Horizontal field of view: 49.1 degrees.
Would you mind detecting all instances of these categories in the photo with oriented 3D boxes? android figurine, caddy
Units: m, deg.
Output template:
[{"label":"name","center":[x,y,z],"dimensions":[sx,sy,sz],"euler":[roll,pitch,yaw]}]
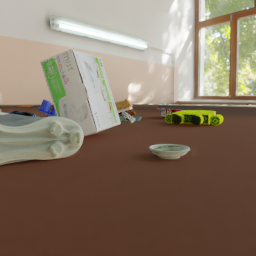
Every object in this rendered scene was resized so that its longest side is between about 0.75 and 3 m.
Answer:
[{"label":"android figurine","center":[2.851,-0.444,12.043],"dimensions":[2.341,0.528,2.572],"euler":[3,8,26]},{"label":"caddy","center":[-4.238,-0.958,15.258],"dimensions":[1.203,0.893,1.702],"euler":[21,1,-18]}]

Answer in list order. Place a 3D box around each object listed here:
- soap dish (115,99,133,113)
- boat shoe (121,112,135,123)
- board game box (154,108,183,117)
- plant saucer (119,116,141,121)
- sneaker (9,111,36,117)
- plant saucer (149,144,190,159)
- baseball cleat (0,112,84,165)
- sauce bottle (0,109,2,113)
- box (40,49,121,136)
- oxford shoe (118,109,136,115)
[{"label":"soap dish","center":[-0.604,-1.315,17.633],"dimensions":[1.704,0.692,1.340],"euler":[-14,4,8]},{"label":"boat shoe","center":[-0.041,-0.441,11.681],"dimensions":[0.757,0.278,0.253],"euler":[28,64,38]},{"label":"board game box","center":[2.632,-0.754,15.399],"dimensions":[2.445,0.476,1.932],"euler":[6,2,4]},{"label":"plant saucer","center":[-0.504,-0.453,13.646],"dimensions":[2.290,0.217,0.801],"euler":[0,6,7]},{"label":"sneaker","center":[-5.258,-0.604,13.651],"dimensions":[1.405,0.493,0.547],"euler":[1,-1,-2]},{"label":"plant saucer","center":[0.782,0.455,5.311],"dimensions":[0.769,0.193,0.769],"euler":[1,6,0]},{"label":"baseball cleat","center":[-2.315,0.201,4.941],"dimensions":[2.934,1.023,1.561],"euler":[8,-5,-35]},{"label":"sauce bottle","center":[-6.510,-0.739,13.030],"dimensions":[0.921,0.921,2.846],"euler":[-4,8,-35]},{"label":"box","center":[-1.203,-0.909,7.838],"dimensions":[1.046,2.163,1.909],"euler":[-15,4,19]},{"label":"oxford shoe","center":[-0.100,-0.917,17.581],"dimensions":[1.185,0.423,0.422],"euler":[5,38,16]}]
